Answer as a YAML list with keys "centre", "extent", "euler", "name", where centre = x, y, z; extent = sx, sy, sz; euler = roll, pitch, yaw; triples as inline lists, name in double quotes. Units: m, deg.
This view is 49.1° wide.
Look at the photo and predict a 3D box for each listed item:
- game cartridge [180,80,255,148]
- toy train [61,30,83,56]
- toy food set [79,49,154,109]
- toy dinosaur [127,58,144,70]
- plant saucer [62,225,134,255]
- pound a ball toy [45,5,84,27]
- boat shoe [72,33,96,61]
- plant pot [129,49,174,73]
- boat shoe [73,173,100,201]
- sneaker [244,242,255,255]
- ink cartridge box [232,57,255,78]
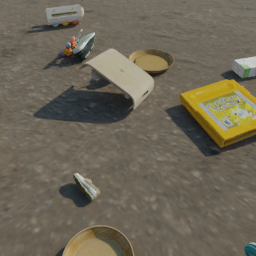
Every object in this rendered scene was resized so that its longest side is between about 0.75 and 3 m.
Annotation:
- centre: [3.272, -0.639, 9.278]
  extent: [2.199, 0.405, 2.495]
  euler: [-19, 48, -14]
  name: "game cartridge"
- centre: [-2.429, -3.778, 12.684]
  extent: [0.450, 1.215, 1.617]
  euler: [41, 38, -16]
  name: "toy train"
- centre: [-0.344, -1.809, 10.143]
  extent: [2.420, 0.731, 1.737]
  euler: [38, 42, 5]
  name: "toy food set"
- centre: [-0.306, -2.575, 11.096]
  extent: [1.797, 0.692, 0.919]
  euler: [-2, 13, -37]
  name: "toy dinosaur"
- centre: [-0.613, 2.775, 5.801]
  extent: [1.493, 0.264, 1.493]
  euler: [0, 42, 0]
  name: "plant saucer"
- centre: [-3.415, -6.180, 15.558]
  extent: [2.194, 0.932, 1.431]
  euler: [-13, 18, -14]
  name: "pound a ball toy"
- centre: [-1.933, -3.755, 12.903]
  extent: [0.776, 0.619, 2.052]
  euler: [-11, 36, 31]
  name: "boat shoe"
- centre: [1.009, -2.881, 12.155]
  extent: [1.958, 0.269, 1.958]
  euler: [0, 41, 0]
  name: "plant pot"
- centre: [-1.076, 1.481, 7.239]
  extent: [0.305, 0.333, 0.891]
  euler: [-29, 59, -32]
  name: "boat shoe"
- centre: [2.663, 3.023, 5.267]
  extent: [0.703, 0.684, 1.764]
  euler: [-14, 43, -3]
  name: "sneaker"
- centre: [5.161, -2.542, 11.613]
  extent: [1.385, 0.466, 0.811]
  euler: [-11, 43, -12]
  name: "ink cartridge box"
